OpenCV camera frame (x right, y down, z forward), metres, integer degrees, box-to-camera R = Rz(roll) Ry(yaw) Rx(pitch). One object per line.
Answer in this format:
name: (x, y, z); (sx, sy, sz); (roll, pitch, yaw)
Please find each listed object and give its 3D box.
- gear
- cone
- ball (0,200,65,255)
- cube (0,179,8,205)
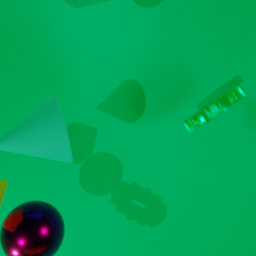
gear: (1.939, -0.435, 6.360); (1.509, 1.509, 0.279); (-34, 86, -3)
cone: (-1.900, 0.186, 5.303); (1.386, 1.381, 1.381); (-15, 86, -16)
ball: (-1.991, 2.192, 5.897); (1.297, 1.297, 1.297); (0, 86, 0)
cube: (-3.001, 1.363, 5.412); (0.874, 0.874, 0.874); (16, 80, -5)
